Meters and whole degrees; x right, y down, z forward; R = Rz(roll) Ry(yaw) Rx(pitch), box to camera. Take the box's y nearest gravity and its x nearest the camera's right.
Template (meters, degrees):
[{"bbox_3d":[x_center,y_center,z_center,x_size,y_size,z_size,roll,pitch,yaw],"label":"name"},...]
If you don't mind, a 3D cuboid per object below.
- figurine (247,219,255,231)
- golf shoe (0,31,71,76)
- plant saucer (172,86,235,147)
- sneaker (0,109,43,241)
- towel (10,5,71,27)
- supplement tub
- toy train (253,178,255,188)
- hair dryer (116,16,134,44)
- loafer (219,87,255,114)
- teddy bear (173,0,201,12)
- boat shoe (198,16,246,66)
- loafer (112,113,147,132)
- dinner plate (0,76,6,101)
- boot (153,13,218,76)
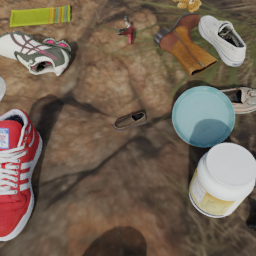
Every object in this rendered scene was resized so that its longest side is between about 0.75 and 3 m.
[{"bbox_3d":[3.385,1.898,5.765,1.353,1.387,0.597,28,22,24],"label":"figurine"},{"bbox_3d":[-3.153,-2.361,8.968,2.568,0.991,1.131,7,62,6],"label":"golf shoe"},{"bbox_3d":[2.010,-0.298,7.539,1.638,0.224,1.638,0,85,6],"label":"plant saucer"},{"bbox_3d":[-2.660,0.883,6.234,1.007,1.590,2.827,-1,55,-1],"label":"sneaker"},{"bbox_3d":[-3.365,-4.334,10.815,2.283,0.206,0.983,-7,54,-5],"label":"towel"},{"bbox_3d":[2.007,1.146,6.041,1.155,1.600,1.155,0,55,0],"label":"supplement tub"},{"bbox_3d":[3.558,1.452,6.697,1.229,0.210,0.282,18,45,12],"label":"toy train"},{"bbox_3d":[-0.078,-3.158,9.275,0.246,0.905,0.690,26,75,43],"label":"hair dryer"},{"bbox_3d":[3.061,-0.828,8.039,2.047,0.644,0.736,-9,55,-6],"label":"loafer"},{"bbox_3d":[2.344,-5.181,11.287,0.929,0.428,1.281,-16,56,-9],"label":"teddy bear"},{"bbox_3d":[3.230,-3.238,9.636,0.920,0.840,2.556,-10,55,-7],"label":"boat shoe"},{"bbox_3d":[0.039,-0.217,7.777,1.023,0.363,0.373,-20,57,-14],"label":"loafer"},{"bbox_3d":[-4.717,-1.135,8.540,1.882,0.228,1.882,0,56,-1],"label":"dinner plate"},{"bbox_3d":[2.237,-2.907,9.488,1.989,0.724,2.113,-30,61,-20],"label":"boot"}]
